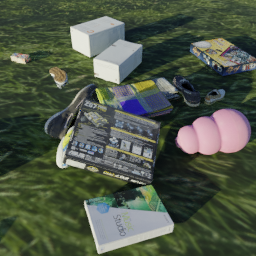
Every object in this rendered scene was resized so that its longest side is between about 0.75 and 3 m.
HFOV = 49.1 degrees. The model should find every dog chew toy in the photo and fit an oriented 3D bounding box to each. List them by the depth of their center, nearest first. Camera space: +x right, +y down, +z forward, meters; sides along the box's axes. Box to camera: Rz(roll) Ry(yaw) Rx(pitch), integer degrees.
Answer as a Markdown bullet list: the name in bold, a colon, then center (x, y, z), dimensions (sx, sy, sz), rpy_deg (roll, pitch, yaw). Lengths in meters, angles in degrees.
- **dog chew toy**: center (2.674, 0.216, 9.020), dimensions (2.302, 1.434, 1.434), rpy_deg (-13, 41, -3)

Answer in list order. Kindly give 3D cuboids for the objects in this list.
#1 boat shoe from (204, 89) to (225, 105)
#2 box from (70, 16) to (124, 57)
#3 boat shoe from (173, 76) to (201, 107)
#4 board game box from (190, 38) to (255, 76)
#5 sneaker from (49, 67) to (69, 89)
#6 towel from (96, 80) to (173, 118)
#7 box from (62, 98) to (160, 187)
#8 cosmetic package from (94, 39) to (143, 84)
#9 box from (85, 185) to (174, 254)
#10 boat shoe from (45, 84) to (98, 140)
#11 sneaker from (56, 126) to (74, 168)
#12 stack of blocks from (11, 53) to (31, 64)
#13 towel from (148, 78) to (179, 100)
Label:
- **boat shoe**: center (3.638, -1.368, 11.575), dimensions (1.200, 0.411, 0.449), rpy_deg (-32, 49, -32)
- **box**: center (-1.613, -5.034, 15.300), dimensions (2.525, 1.231, 1.571), rpy_deg (-32, 50, -33)
- **boat shoe**: center (2.497, -1.753, 11.830), dimensions (0.775, 0.669, 2.133), rpy_deg (-8, 41, -10)
- **board game box**: center (4.798, -3.680, 14.251), dimensions (1.999, 0.511, 2.950), rpy_deg (-14, 41, -16)
- **sneaker**: center (-1.887, -1.346, 8.037), dimensions (0.369, 0.572, 1.054), rpy_deg (-34, 40, -11)
- **towel**: center (0.222, -1.007, 9.942), dimensions (2.401, 0.273, 1.724), rpy_deg (-12, 53, -20)
- **box**: center (-0.401, 0.403, 8.270), dimensions (2.543, 0.624, 2.050), rpy_deg (17, 60, -10)
- **cosmetic package**: center (-0.426, -3.200, 13.301), dimensions (1.378, 0.991, 2.443), rpy_deg (19, 43, 18)
- **box**: center (-0.003, 2.241, 7.167), dimensions (1.955, 0.355, 1.411), rpy_deg (-9, 37, -19)
- **boat shoe**: center (-1.787, -0.565, 10.274), dimensions (0.822, 0.964, 2.883), rpy_deg (27, 51, 17)
- **sneaker**: center (-0.977, 0.376, 8.996), dimensions (1.493, 1.076, 2.842), rpy_deg (20, 44, 18)
- **stack of blocks**: center (-5.519, -3.564, 14.312), dimensions (0.879, 0.258, 0.506), rpy_deg (10, 41, 12)
- **towel**: center (1.198, -1.628, 11.989), dimensions (1.583, 0.284, 1.644), rpy_deg (-14, 43, -16)
